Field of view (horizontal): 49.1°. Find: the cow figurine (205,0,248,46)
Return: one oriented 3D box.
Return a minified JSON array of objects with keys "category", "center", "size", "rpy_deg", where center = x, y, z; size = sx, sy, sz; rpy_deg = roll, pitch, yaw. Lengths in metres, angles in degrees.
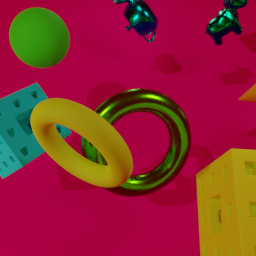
[{"category":"cow figurine","center":[2.269,-2.621,6.566],"size":[1.127,1.109,0.619],"rpy_deg":[-28,42,28]}]

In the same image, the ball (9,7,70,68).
[{"category":"ball","center":[-1.877,-1.915,6.006],"size":[1.232,1.232,1.232],"rpy_deg":[0,57,0]}]

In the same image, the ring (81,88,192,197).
[{"category":"ring","center":[0.178,0.296,4.896],"size":[1.980,1.980,0.396],"rpy_deg":[-15,20,-9]}]

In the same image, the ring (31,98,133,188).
[{"category":"ring","center":[-0.646,0.249,3.810],"size":[1.574,1.574,0.315],"rpy_deg":[25,55,15]}]

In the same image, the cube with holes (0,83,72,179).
[{"category":"cube with holes","center":[-2.064,0.067,5.334],"size":[1.157,1.157,1.157],"rpy_deg":[-39,99,-43]}]

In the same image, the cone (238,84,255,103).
[{"category":"cone","center":[2.692,-0.710,5.566],"size":[0.988,0.985,0.985],"rpy_deg":[-17,50,34]}]

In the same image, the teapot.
[{"category":"teapot","center":[0.245,-2.890,7.358],"size":[0.799,1.631,1.014],"rpy_deg":[-37,40,12]}]

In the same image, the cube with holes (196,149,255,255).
[{"category":"cube with holes","center":[1.829,1.183,3.728],"size":[1.387,1.387,1.387],"rpy_deg":[4,68,-3]}]
